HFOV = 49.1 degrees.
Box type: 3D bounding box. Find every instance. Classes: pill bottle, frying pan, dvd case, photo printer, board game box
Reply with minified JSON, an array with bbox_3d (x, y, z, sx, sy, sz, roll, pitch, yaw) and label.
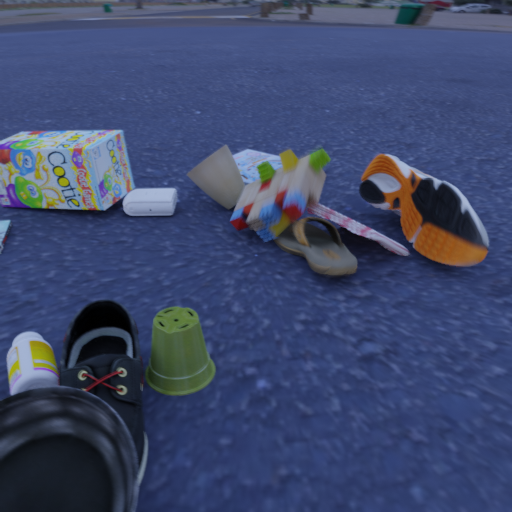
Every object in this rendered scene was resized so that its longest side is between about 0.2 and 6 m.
[{"bbox_3d":[-2.853,1.428,7.142,0.573,0.573,1.100,-12,30,-22],"label":"pill bottle"},{"bbox_3d":[-1.367,2.228,4.866,3.611,0.588,2.184,-1,52,12],"label":"frying pan"},{"bbox_3d":[-5.379,-0.335,10.911,0.983,0.148,1.346,-6,29,-10],"label":"dvd case"},{"bbox_3d":[-2.325,-1.183,12.227,1.116,0.388,0.929,-1,26,0],"label":"photo printer"},{"bbox_3d":[-0.014,-2.012,13.756,2.035,0.420,2.040,19,34,32],"label":"board game box"},{"bbox_3d":[-4.264,-1.898,12.271,2.650,1.390,1.365,3,28,18],"label":"board game box"}]

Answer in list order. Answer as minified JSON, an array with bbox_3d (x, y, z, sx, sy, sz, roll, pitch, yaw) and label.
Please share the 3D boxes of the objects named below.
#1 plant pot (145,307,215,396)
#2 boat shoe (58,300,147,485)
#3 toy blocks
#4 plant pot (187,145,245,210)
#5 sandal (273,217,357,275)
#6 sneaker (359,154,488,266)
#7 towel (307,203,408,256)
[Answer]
[{"bbox_3d":[-1.022,1.168,7.302,0.934,0.887,0.934,-1,28,0],"label":"plant pot"},{"bbox_3d":[-1.853,1.582,6.548,1.068,0.914,2.918,-3,29,-12],"label":"boat shoe"},{"bbox_3d":[0.368,-0.991,10.821,2.250,1.124,1.538,-21,35,37],"label":"toy blocks"},{"bbox_3d":[-0.732,-1.630,12.191,1.081,1.155,1.081,-36,9,7],"label":"plant pot"},{"bbox_3d":[1.079,-0.333,10.239,1.004,0.675,2.499,-8,21,-17],"label":"sandal"},{"bbox_3d":[3.494,-0.905,10.804,1.592,1.310,3.461,13,27,-28],"label":"sneaker"},{"bbox_3d":[1.904,-0.483,10.555,1.278,0.261,1.747,20,10,-43],"label":"towel"}]
